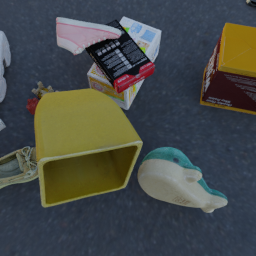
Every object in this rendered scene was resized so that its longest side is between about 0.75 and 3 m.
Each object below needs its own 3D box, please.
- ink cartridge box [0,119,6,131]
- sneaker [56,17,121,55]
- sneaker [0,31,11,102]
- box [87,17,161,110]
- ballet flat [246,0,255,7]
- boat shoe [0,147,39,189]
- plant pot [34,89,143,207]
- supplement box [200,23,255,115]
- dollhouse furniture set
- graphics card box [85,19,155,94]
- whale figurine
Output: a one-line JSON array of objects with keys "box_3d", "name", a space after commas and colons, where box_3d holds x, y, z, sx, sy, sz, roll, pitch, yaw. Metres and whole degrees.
[{"box_3d": [-4.950, -0.265, 9.743, 0.814, 0.463, 1.117, -38, 73, -14], "name": "ink cartridge box"}, {"box_3d": [-1.225, -2.695, 8.554, 1.954, 0.735, 1.021, 6, 104, -10], "name": "sneaker"}, {"box_3d": [-5.310, -2.293, 10.185, 1.653, 1.096, 2.906, -1, 71, -5], "name": "sneaker"}, {"box_3d": [-0.096, -2.308, 10.060, 1.558, 1.404, 2.771, 24, 70, 9], "name": "box"}, {"box_3d": [5.445, -5.296, 11.917, 0.820, 0.233, 0.272, 25, 70, 10], "name": "ballet flat"}, {"box_3d": [-3.668, 1.242, 8.908, 2.763, 0.869, 1.008, -18, 69, -7], "name": "boat shoe"}, {"box_3d": [-1.319, 0.287, 7.497, 2.371, 2.356, 2.426, -9, 54, -20], "name": "plant pot"}, {"box_3d": [3.952, -1.799, 9.279, 2.431, 2.464, 1.636, 12, 68, 5], "name": "supplement box"}, {"box_3d": [-2.475, -0.525, 9.744, 2.383, 0.969, 1.283, 25, 70, 28], "name": "dollhouse furniture set"}, {"box_3d": [-0.342, -2.320, 8.985, 1.398, 0.567, 2.228, -33, 73, -12], "name": "graphics card box"}, {"box_3d": [1.605, 1.505, 8.235, 2.611, 2.077, 1.355, 26, 53, -2], "name": "whale figurine"}]
